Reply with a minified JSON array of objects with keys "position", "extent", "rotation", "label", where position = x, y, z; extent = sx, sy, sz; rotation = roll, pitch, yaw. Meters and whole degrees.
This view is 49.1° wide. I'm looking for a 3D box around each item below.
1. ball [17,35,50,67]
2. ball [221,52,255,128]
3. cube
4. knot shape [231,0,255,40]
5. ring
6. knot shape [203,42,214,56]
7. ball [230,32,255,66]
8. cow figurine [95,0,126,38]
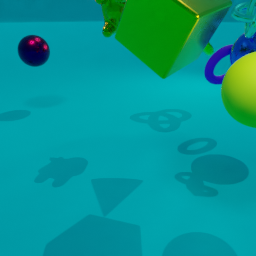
[{"position":[-3.314,-2.713,9.874],"extent":[1.093,1.093,1.093],"rotation":[0,23,0],"label":"ball"},{"position":[1.949,-0.553,4.099],"extent":[1.118,1.118,1.118],"rotation":[0,23,0],"label":"ball"},{"position":[0.642,-1.600,4.187],"extent":[1.073,1.073,1.073],"rotation":[43,50,14],"label":"cube"},{"position":[2.668,-2.360,5.875],"extent":[0.493,0.998,1.066],"rotation":[18,-7,-32],"label":"knot shape"},{"position":[2.668,-1.715,7.666],"extent":[1.242,1.242,0.248],"rotation":[-8,48,-19],"label":"ring"},{"position":[1.969,-3.094,9.599],"extent":[1.935,0.956,2.068],"rotation":[3,-7,16],"label":"knot shape"},{"position":[3.067,-1.689,6.556],"extent":[1.288,1.288,1.288],"rotation":[0,23,0],"label":"ball"},{"position":[-0.162,-3.084,6.577],"extent":[0.918,1.673,1.646],"rotation":[5,38,19],"label":"cow figurine"}]
